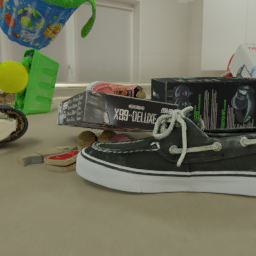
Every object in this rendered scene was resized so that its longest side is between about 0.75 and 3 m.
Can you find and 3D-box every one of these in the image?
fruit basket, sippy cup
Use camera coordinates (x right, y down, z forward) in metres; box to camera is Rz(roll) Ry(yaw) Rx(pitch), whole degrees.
[{"bbox_3d":[-3.728,-1.657,9.725,2.447,2.447,1.765,-7,13,-32],"label":"fruit basket"},{"bbox_3d":[-2.094,-2.866,6.427,2.411,1.767,1.893,41,39,-3],"label":"sippy cup"}]

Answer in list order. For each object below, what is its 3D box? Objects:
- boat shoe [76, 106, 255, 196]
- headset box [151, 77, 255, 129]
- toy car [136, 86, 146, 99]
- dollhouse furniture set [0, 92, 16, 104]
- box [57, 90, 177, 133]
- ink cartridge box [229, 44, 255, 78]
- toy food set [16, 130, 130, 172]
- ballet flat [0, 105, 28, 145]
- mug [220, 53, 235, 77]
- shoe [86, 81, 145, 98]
[{"bbox_3d":[0.717,0.239,3.474,2.800,0.956,1.034,3,11,14],"label":"boat shoe"},{"bbox_3d":[1.822,-0.515,6.496,2.758,1.279,2.401,-1,12,-3],"label":"headset box"},{"bbox_3d":[0.463,-1.304,11.585,0.705,0.894,0.734,0,11,1],"label":"toy car"},{"bbox_3d":[-5.122,-1.201,11.553,2.326,1.293,2.057,8,38,35],"label":"dollhouse furniture set"},{"bbox_3d":[-0.336,-0.229,5.393,1.654,0.522,2.097,7,-4,-24],"label":"box"},{"bbox_3d":[4.516,-1.494,8.755,1.776,1.070,2.445,-2,55,-10],"label":"ink cartridge box"},{"bbox_3d":[-0.619,0.312,4.745,1.338,0.332,2.105,9,14,38],"label":"toy food set"},{"bbox_3d":[-2.932,0.045,4.532,1.068,1.068,2.925,8,12,37],"label":"ballet flat"},{"bbox_3d":[4.697,-1.767,11.104,2.803,1.870,2.488,-14,47,-36],"label":"mug"},{"bbox_3d":[-0.453,-1.486,12.074,1.355,1.065,2.980,3,8,31],"label":"shoe"}]
